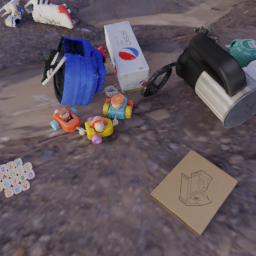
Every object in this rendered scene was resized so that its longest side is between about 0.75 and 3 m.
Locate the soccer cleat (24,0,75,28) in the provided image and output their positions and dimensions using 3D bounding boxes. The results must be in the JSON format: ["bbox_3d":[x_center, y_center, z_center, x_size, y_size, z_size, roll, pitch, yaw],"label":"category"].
[{"bbox_3d":[-3.430,-4.961,12.227,1.259,1.014,2.956,-41,61,-13],"label":"soccer cleat"}]

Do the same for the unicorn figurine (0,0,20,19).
[{"bbox_3d":[-5.230,-5.336,12.479,1.089,0.585,1.585,-17,55,25],"label":"unicorn figurine"}]

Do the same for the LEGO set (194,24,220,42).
[{"bbox_3d":[3.252,-3.961,11.874,0.819,0.357,1.261,-20,68,-12],"label":"LEGO set"}]

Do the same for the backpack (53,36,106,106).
[{"bbox_3d":[-1.603,-1.812,9.319,1.736,1.681,2.069,2,50,-14],"label":"backpack"}]

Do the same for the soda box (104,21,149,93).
[{"bbox_3d":[-0.088,-2.698,10.437,1.014,0.948,2.977,-13,53,-6],"label":"soda box"}]

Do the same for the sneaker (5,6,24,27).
[{"bbox_3d":[-4.917,-4.923,12.519,0.553,0.473,1.255,23,62,2],"label":"sneaker"}]

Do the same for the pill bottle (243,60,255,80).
[{"bbox_3d":[4.776,-1.796,9.603,2.058,1.231,1.231,-15,54,-10],"label":"pill bottle"}]

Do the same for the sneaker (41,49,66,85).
[{"bbox_3d":[-2.351,-1.834,8.175,0.625,1.118,0.408,39,24,-17],"label":"sneaker"}]

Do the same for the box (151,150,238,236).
[{"bbox_3d":[1.821,1.658,7.614,1.574,0.205,1.925,36,60,24],"label":"box"}]

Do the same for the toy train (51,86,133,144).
[{"bbox_3d":[-1.084,-0.607,9.000,2.641,0.734,1.984,-36,61,-24],"label":"toy train"}]

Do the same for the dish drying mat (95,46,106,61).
[{"bbox_3d":[-1.098,-2.958,11.194,0.338,0.080,0.879,-8,53,-7],"label":"dish drying mat"}]

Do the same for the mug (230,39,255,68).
[{"bbox_3d":[4.382,-2.855,10.613,1.414,0.874,1.162,33,59,22],"label":"mug"}]

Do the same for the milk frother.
[{"bbox_3d":[2.286,-1.191,8.948,2.860,2.581,2.690,-46,55,20],"label":"milk frother"}]

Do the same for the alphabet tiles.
[{"bbox_3d":[-3.224,1.375,7.904,1.104,0.081,1.080,-21,56,-16],"label":"alphabet tiles"}]
